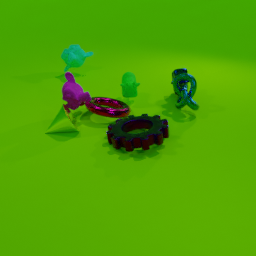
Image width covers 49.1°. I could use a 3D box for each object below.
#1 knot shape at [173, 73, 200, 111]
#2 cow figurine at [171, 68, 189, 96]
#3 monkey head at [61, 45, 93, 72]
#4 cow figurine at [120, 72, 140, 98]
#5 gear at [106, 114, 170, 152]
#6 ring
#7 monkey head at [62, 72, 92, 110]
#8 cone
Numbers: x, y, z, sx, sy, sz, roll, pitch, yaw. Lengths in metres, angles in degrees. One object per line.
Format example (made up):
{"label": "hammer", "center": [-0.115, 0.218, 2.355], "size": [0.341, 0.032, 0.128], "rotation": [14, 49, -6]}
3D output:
{"label": "knot shape", "center": [1.868, -1.080, 9.215], "size": [0.596, 1.289, 1.206], "rotation": [-15, -9, -10]}
{"label": "cow figurine", "center": [1.881, -1.600, 10.002], "size": [0.709, 1.291, 1.271], "rotation": [-5, 38, 9]}
{"label": "monkey head", "center": [-2.348, -3.036, 12.400], "size": [1.607, 0.969, 1.156], "rotation": [-29, 46, 11]}
{"label": "cow figurine", "center": [0.052, -1.514, 9.656], "size": [0.666, 1.193, 1.213], "rotation": [-4, 66, -2]}
{"label": "gear", "center": [0.267, 0.082, 7.594], "size": [1.668, 0.308, 1.668], "rotation": [-7, 25, 3]}
{"label": "ring", "center": [-0.637, -0.676, 8.957], "size": [1.485, 0.297, 1.485], "rotation": [10, 20, -4]}
{"label": "monkey head", "center": [-1.571, -1.063, 8.697], "size": [0.956, 1.329, 0.801], "rotation": [-7, 42, 12]}
{"label": "cone", "center": [-2.001, -0.080, 8.025], "size": [0.908, 0.905, 0.905], "rotation": [-30, 32, 1]}
